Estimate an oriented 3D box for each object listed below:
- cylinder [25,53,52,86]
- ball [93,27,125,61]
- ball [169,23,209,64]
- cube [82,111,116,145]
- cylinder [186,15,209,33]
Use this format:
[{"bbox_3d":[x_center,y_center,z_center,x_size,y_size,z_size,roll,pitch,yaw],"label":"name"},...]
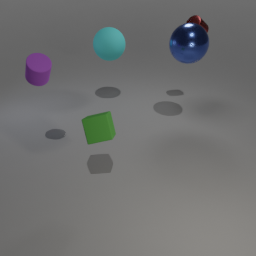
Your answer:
[{"bbox_3d":[-2.624,-1.700,8.183,0.700,0.700,0.700,10,59,-17],"label":"cylinder"},{"bbox_3d":[-0.813,-3.635,12.155,1.400,1.400,1.400,0,30,0],"label":"ball"},{"bbox_3d":[2.172,-3.006,9.987,1.400,1.400,1.400,0,30,0],"label":"ball"},{"bbox_3d":[-0.780,-0.018,7.648,0.700,0.700,0.700,-12,9,6],"label":"cube"},{"bbox_3d":[2.794,-4.078,11.357,0.700,0.700,0.700,19,11,-45],"label":"cylinder"}]
